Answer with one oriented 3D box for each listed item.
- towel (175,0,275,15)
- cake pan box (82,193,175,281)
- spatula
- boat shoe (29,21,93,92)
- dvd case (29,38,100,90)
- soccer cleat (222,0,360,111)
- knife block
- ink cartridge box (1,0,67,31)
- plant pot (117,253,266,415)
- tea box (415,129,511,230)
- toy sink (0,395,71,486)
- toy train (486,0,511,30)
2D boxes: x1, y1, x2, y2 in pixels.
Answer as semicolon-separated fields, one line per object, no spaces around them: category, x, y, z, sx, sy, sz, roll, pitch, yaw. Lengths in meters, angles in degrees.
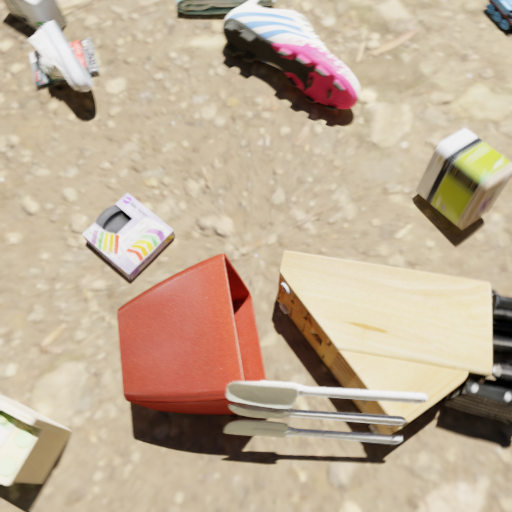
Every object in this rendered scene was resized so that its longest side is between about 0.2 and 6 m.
towel;-0.624;-5.764;11.594;2.020;0.486;1.729;0;64;0
cake pan box;-2.128;-0.348;9.340;1.166;0.305;1.074;39;70;15
spatula;0.801;1.977;6.914;2.373;1.650;0.191;5;48;-1
boat shoe;-3.646;-3.563;10.403;0.661;0.728;1.978;-34;56;0
dvd case;-3.733;-3.739;10.892;1.232;0.136;0.899;-16;68;-8
soccer cleat;0.810;-3.923;10.456;3.086;1.078;1.332;35;70;14
knife block;2.653;0.892;8.290;3.418;1.246;3.894;-33;70;-14
ink cartridge box;-4.472;-5.016;11.018;1.245;0.912;0.517;33;74;14
plant pot;-0.901;1.301;7.878;1.679;1.904;1.906;-13;67;6
tea box;3.370;-1.236;9.106;0.738;1.105;1.087;-29;63;-24
toy sink;-3.324;2.432;7.446;1.019;1.563;0.875;23;68;9
toy train;4.985;-4.957;11.200;0.398;0.524;0.917;-24;69;-10
